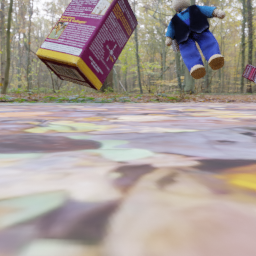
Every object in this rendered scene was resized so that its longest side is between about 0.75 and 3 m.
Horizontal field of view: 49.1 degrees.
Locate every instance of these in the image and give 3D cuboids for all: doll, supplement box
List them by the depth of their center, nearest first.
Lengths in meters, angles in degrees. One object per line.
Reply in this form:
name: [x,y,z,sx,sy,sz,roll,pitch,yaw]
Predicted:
supplement box: [-0.981,-2.267,7.069,1.453,2.219,1.145,21,-15,32]
doll: [2.131,-3.103,8.944,2.046,2.999,0.727,-27,-27,24]
supplement box: [4.326,-1.844,9.608,0.257,0.459,0.844,7,26,-20]

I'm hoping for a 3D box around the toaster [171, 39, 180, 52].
toaster: [1.863,-3.080,9.928,0.900,0.581,0.511,-24,20,-13]
